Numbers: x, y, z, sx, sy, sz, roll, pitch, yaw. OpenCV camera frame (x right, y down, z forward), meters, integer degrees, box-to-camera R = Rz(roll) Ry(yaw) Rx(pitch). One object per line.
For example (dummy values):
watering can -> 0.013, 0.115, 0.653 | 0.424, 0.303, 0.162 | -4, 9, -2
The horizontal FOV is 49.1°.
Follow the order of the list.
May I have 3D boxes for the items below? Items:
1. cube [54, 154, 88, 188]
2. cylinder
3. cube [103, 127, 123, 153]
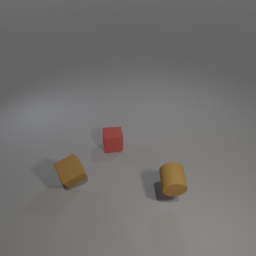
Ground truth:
cube -> -1.741, 1.323, 8.600 | 0.700, 0.700, 0.700 | -28, 69, -7
cylinder -> 1.251, 1.426, 7.783 | 0.700, 0.700, 0.700 | -1, 48, -2
cube -> -0.564, 0.435, 10.440 | 0.700, 0.700, 0.700 | -4, 32, -6
